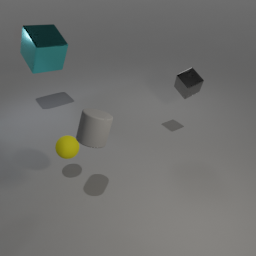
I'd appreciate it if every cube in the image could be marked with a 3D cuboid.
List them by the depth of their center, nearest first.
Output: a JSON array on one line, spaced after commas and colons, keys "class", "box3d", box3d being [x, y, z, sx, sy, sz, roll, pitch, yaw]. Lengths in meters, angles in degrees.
[{"class": "cube", "box3d": [2.188, -1.613, 10.141, 0.700, 0.700, 0.700, -28, 66, -14]}, {"class": "cube", "box3d": [-3.569, -3.351, 11.847, 1.400, 1.400, 1.400, -18, 63, -36]}]

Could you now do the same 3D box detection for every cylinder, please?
[{"class": "cylinder", "box3d": [-0.759, -0.003, 6.309, 0.700, 0.700, 0.700, 15, 17, -5]}]

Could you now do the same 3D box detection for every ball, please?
[{"class": "ball", "box3d": [-1.801, 0.571, 8.327, 0.700, 0.700, 0.700, 0, 30, 0]}]
